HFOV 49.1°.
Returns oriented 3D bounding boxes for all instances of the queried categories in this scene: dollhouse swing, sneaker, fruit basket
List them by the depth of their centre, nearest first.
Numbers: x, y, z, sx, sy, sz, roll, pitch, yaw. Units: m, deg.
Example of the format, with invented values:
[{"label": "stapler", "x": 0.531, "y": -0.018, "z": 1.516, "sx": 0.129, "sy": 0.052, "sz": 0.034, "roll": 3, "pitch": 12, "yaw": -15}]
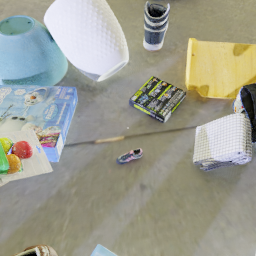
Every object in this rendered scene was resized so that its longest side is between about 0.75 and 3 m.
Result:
[{"label": "fruit basket", "x": -2.006, "y": 0.484, "z": 4.863, "sx": 1.105, "sy": 0.518, "sz": 1.023, "roll": -5, "pitch": 51, "yaw": -46}, {"label": "sneaker", "x": -2.873, "y": 3.156, "z": 5.684, "sx": 2.851, "sy": 1.077, "sz": 1.004, "roll": -25, "pitch": 56, "yaw": -19}, {"label": "sneaker", "x": 0.033, "y": 0.776, "z": 8.035, "sx": 0.818, "sy": 0.336, "sz": 0.287, "roll": -20, "pitch": 55, "yaw": -15}, {"label": "dollhouse swing", "x": 3.419, "y": -2.218, "z": 10.324, "sx": 2.594, "sy": 2.281, "sz": 2.358, "roll": 4, "pitch": 93, "yaw": 3}, {"label": "sneaker", "x": 1.192, "y": -4.691, "z": 11.523, "sx": 1.046, "sy": 1.620, "sz": 2.986, "roll": 6, "pitch": 52, "yaw": 4}]

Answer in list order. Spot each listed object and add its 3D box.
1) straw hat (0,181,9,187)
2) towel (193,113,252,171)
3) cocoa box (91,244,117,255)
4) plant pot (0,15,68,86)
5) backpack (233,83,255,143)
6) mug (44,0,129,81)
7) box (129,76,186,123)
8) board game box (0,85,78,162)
[{"label": "straw hat", "x": -3.750, "y": 1.029, "z": 7.714, "sx": 1.264, "sy": 0.535, "sz": 1.264, "roll": 0, "pitch": 51, "yaw": 0}, {"label": "towel", "x": 2.591, "y": 0.438, "z": 7.672, "sx": 0.667, "sy": 1.559, "sz": 1.291, "roll": 32, "pitch": 54, "yaw": -27}, {"label": "cocoa box", "x": -0.221, "y": 3.287, "z": 5.620, "sx": 1.537, "sy": 1.008, "sz": 1.025, "roll": 25, "pitch": 56, "yaw": 19}, {"label": "plant pot", "x": -3.684, "y": -2.815, "z": 9.915, "sx": 2.745, "sy": 1.849, "sz": 2.745, "roll": 0, "pitch": 52, "yaw": 0}, {"label": "backpack", "x": 4.014, "y": -0.466, "z": 8.304, "sx": 1.850, "sy": 1.425, "sz": 1.762, "roll": -6, "pitch": 66, "yaw": -9}, {"label": "mug", "x": -1.072, "y": -3.165, "z": 9.984, "sx": 2.608, "sy": 2.196, "sz": 2.975, "roll": 57, "pitch": 30, "yaw": -1}, {"label": "box", "x": 1.003, "y": -1.000, "z": 9.443, "sx": 1.408, "sy": 0.346, "sz": 1.458, "roll": 28, "pitch": 57, "yaw": 23}, {"label": "board game box", "x": -3.205, "y": -0.284, "z": 8.360, "sx": 2.879, "sy": 0.627, "sz": 2.893, "roll": 1, "pitch": 40, "yaw": 2}]
